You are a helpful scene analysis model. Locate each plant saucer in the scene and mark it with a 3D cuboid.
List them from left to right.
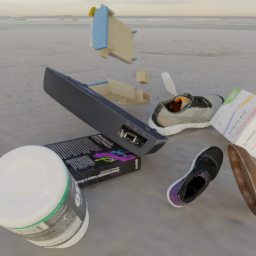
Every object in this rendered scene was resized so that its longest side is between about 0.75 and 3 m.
[{"bbox_3d":[1.872,0.775,4.381,0.202,1.174,1.174,-17,22,7],"label":"plant saucer"}]

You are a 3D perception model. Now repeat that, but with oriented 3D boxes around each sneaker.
[{"bbox_3d":[1.656,-0.494,7.318,2.335,0.926,0.863,-17,50,-24],"label":"sneaker"},{"bbox_3d":[1.198,0.758,4.441,1.269,0.480,0.555,-44,-3,-21],"label":"sneaker"}]

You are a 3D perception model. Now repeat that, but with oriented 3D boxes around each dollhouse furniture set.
[{"bbox_3d":[-0.552,-1.961,8.238,1.579,2.420,2.285,-3,-6,34],"label":"dollhouse furniture set"}]

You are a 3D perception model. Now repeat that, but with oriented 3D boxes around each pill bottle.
[{"bbox_3d":[-0.980,0.932,3.391,0.866,1.531,0.866,-2,57,3],"label":"pill bottle"}]

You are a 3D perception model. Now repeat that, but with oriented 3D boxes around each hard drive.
[{"bbox_3d":[-0.433,-0.280,5.758,2.564,0.543,1.729,34,7,14],"label":"hard drive"}]

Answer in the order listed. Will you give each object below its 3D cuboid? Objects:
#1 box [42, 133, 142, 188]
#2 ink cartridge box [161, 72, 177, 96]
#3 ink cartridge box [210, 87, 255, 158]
[{"bbox_3d":[-0.980,0.656,5.606,2.096,0.378,1.498,-14,25,-27],"label":"box"},{"bbox_3d":[1.601,-1.602,10.286,0.230,0.743,0.916,-31,35,-8],"label":"ink cartridge box"},{"bbox_3d":[2.663,-0.126,6.137,0.650,1.131,1.931,30,13,-13],"label":"ink cartridge box"}]
